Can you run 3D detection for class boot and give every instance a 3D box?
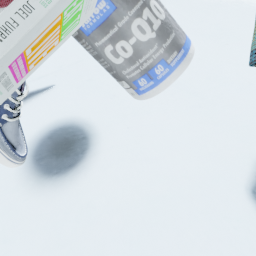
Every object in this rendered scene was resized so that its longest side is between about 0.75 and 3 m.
[{"bbox_3d":[-0.854,-0.172,1.933,0.420,0.930,0.338,-20,19,12],"label":"boot"}]

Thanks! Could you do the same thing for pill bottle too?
[{"bbox_3d":[-0.156,-1.421,3.653,1.150,2.021,1.150,-38,25,21],"label":"pill bottle"}]

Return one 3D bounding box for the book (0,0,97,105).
[{"bbox_3d":[-0.540,-0.474,1.466,1.010,0.243,0.675,-51,13,-11],"label":"book"}]

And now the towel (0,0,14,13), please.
[{"bbox_3d":[-3.067,-3.665,8.416,1.594,2.214,0.252,-22,12,-25],"label":"towel"}]

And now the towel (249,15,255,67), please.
[{"bbox_3d":[3.334,-2.585,5.619,0.274,1.851,2.524,25,67,-18],"label":"towel"}]
